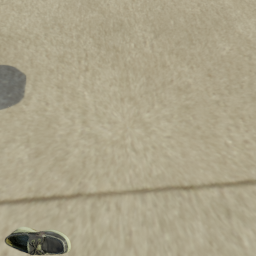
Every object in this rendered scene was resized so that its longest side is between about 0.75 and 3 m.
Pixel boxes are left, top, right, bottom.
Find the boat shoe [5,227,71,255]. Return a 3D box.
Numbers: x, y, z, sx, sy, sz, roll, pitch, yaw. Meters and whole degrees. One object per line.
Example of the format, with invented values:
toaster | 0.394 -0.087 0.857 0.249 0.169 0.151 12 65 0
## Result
boat shoe | -1.273 1.613 3.891 1.004 0.359 0.330 0 6 25
